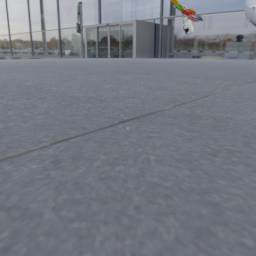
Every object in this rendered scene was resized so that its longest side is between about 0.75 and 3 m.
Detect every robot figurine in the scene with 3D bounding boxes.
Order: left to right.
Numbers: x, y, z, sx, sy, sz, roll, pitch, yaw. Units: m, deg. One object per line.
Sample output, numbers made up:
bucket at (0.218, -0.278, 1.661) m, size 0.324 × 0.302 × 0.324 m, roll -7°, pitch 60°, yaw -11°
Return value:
robot figurine at (3.711, -2.965, 7.097) m, size 1.875 × 1.590 × 1.059 m, roll 14°, pitch -3°, yaw -35°

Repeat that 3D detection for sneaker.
sneaker at (2.504, -4.464, 11.959) m, size 0.381 × 1.007 × 0.463 m, roll 5°, pitch 40°, yaw 46°

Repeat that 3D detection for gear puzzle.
gear puzzle at (1.806, -3.743, 8.763) m, size 0.655 × 0.166 × 1.264 m, roll -25°, pitch 65°, yaw -39°
